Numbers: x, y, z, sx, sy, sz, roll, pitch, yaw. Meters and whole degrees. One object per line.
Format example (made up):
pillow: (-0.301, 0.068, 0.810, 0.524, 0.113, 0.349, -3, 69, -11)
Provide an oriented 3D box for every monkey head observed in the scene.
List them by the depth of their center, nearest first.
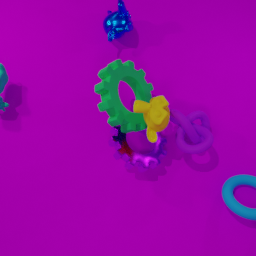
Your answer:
monkey head: (0.571, -0.352, 6.895, 0.941, 0.788, 1.308, 9, 65, -2)
monkey head: (-0.385, -3.389, 8.754, 0.934, 1.115, 1.550, -13, 52, 11)

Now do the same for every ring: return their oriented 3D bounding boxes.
ring: (3.147, 1.764, 7.255, 1.375, 0.275, 1.375, -2, 39, 2)

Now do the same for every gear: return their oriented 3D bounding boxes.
gear: (-0.008, -0.828, 7.331, 1.883, 0.348, 1.883, 15, 68, -42)
gear: (0.288, 0.384, 7.638, 1.624, 0.300, 1.624, 12, 56, -19)

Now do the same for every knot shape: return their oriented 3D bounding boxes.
knot shape: (1.785, 0.028, 7.578, 1.381, 0.682, 1.476, -8, 56, -42)

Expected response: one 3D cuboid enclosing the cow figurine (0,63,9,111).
cow figurine: (-3.793, -1.133, 8.095, 0.651, 1.167, 1.186, -3, 40, 15)
